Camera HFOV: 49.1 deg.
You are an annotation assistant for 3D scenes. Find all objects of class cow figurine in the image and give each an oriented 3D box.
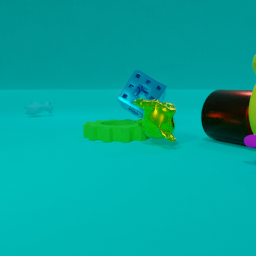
[{"bbox_3d":[-3.822,-0.843,12.170,1.015,0.566,1.031,9,25,14],"label":"cow figurine"}]

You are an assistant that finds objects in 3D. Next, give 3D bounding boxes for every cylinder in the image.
[{"bbox_3d":[2.569,-0.264,6.501,1.241,1.241,1.241,-6,11,-34],"label":"cylinder"}]

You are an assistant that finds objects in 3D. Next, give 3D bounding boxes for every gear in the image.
[{"bbox_3d":[-0.252,0.037,7.493,1.841,0.340,1.841,0,8,0],"label":"gear"}]

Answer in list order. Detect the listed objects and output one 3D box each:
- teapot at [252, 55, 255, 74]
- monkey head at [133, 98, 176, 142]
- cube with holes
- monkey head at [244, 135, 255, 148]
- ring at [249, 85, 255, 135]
[{"bbox_3d":[3.561,-1.543,6.779,0.770,0.978,1.573,-35,-25,8],"label":"teapot"},{"bbox_3d":[0.546,-0.201,6.263,1.045,0.875,1.453,9,11,-30],"label":"monkey head"},{"bbox_3d":[0.419,-0.882,8.042,0.994,0.994,0.994,32,-6,10],"label":"cube with holes"},{"bbox_3d":[2.475,0.083,4.312,0.744,0.888,1.235,9,-35,-27],"label":"monkey head"},{"bbox_3d":[3.027,-0.402,5.810,1.546,1.546,0.309,-6,8,-35],"label":"ring"}]
